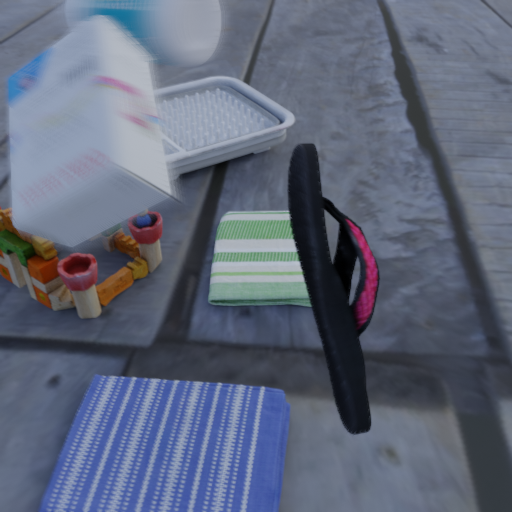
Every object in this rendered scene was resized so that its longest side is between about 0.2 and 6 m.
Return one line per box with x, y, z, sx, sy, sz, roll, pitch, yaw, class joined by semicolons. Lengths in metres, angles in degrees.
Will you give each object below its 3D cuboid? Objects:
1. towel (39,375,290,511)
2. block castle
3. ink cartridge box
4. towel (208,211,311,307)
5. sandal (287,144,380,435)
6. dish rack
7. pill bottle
-0.965;2.328;6.681;2.633;0.314;1.906;4;42;7;towel
-3.125;-0.422;9.120;2.908;1.364;1.943;25;46;27;block castle
-1.275;-0.894;4.162;0.995;0.583;1.377;-23;63;22;ink cartridge box
0.162;-0.016;9.511;1.781;0.273;2.335;0;40;1;towel
0.822;0.295;5.270;0.624;2.768;1.040;-15;10;-2;sandal
-1.439;-2.829;12.483;3.864;0.841;3.316;-22;43;-25;dish rack
-1.241;-2.495;5.873;1.603;0.888;0.888;16;41;28;pill bottle
